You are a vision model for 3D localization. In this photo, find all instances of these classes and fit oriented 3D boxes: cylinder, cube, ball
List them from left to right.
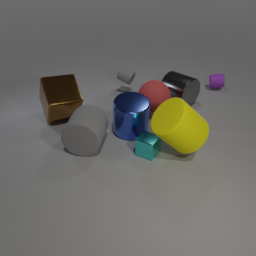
[{"bbox_3d":[-2.827,-1.226,11.719,1.400,1.400,1.400,-12,65,-25],"label":"cube"},{"bbox_3d":[-1.544,0.078,10.216,1.400,1.400,1.400,5,33,7],"label":"cylinder"},{"bbox_3d":[-0.090,-2.630,14.041,0.700,0.700,0.700,29,38,8],"label":"cylinder"},{"bbox_3d":[0.120,-0.467,10.921,1.400,1.400,1.400,2,42,-2],"label":"cylinder"},{"bbox_3d":[0.724,0.620,10.013,0.700,0.700,0.700,19,37,26],"label":"cube"},{"bbox_3d":[1.117,-1.347,11.997,1.400,1.400,1.400,0,32,0],"label":"ball"},{"bbox_3d":[1.709,-0.064,9.256,1.400,1.400,1.400,35,14,-33],"label":"cylinder"},{"bbox_3d":[2.464,-1.861,13.328,1.400,1.400,1.400,-26,41,-36],"label":"cylinder"},{"bbox_3d":[4.684,-2.486,14.761,0.700,0.700,0.700,0,31,11],"label":"cylinder"}]
